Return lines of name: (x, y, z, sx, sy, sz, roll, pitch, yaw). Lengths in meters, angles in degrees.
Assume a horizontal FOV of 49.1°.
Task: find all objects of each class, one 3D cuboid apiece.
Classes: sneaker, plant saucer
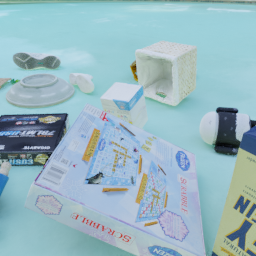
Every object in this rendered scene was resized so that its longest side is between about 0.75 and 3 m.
sneaker: (-1.775, -2.021, 11.929, 0.838, 0.713, 1.895, -13, 29, -32)
plant saucer: (-3.532, -1.657, 11.265, 2.701, 0.678, 2.701, 0, 29, 0)
sneaker: (-4.615, -3.429, 14.366, 2.421, 0.851, 0.970, 5, 21, -4)

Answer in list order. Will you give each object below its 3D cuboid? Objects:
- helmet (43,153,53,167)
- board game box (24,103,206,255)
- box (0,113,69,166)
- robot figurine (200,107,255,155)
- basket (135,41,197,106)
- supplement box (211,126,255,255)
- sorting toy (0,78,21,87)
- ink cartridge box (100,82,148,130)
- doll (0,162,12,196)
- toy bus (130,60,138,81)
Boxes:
helmet: (-1.326, 1.051, 6.097, 1.022, 1.072, 1.072, 13, 29, -4)
board game box: (0.011, 0.944, 5.606, 2.953, 0.609, 2.960, 26, 30, -4)
box: (-2.909, 0.265, 8.048, 2.144, 0.533, 2.128, -1, 29, 0)
robot figurine: (2.855, 0.054, 7.947, 1.601, 0.999, 1.203, 6, 26, 10)
basket: (1.469, -2.098, 10.473, 1.508, 1.875, 1.858, -32, 40, -33)
supplement box: (2.996, 1.085, 4.337, 2.701, 2.704, 1.815, -24, 38, -35)
sorting toy: (-5.600, -1.919, 12.140, 1.721, 0.253, 1.272, 0, 25, 7)
ink cartridge box: (-0.057, -0.462, 8.257, 0.934, 1.454, 0.910, 11, 43, 28)
doll: (-3.183, 1.263, 5.889, 1.733, 0.616, 2.540, -34, 44, -5)
toy bus: (1.169, -2.797, 12.842, 2.075, 1.072, 1.958, -20, -3, 22)
